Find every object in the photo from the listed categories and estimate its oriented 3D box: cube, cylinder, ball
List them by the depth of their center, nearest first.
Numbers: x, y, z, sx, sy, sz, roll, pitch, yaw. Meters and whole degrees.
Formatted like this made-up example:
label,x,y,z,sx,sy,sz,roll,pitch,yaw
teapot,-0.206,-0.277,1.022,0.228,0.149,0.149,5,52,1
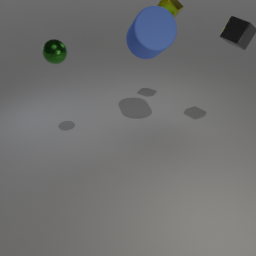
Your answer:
label,x,y,z,sx,sy,sz,roll,pitch,yaw
ball,-2.123,-2.212,8.137,0.700,0.700,0.700,0,32,0
cube,3.463,-2.975,8.791,0.700,0.700,0.700,3,30,-49
cylinder,0.747,-3.140,9.396,1.400,1.400,1.400,-7,4,-11
cube,1.482,-4.373,10.301,0.700,0.700,0.700,44,42,-2
